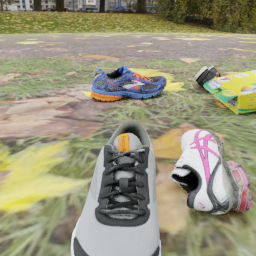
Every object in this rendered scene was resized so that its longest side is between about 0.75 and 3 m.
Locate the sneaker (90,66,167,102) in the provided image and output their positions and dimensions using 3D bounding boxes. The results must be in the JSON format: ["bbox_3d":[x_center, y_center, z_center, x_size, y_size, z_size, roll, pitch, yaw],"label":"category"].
[{"bbox_3d":[0.089,-1.568,9.498,2.759,1.082,1.039,-9,25,-21],"label":"sneaker"}]

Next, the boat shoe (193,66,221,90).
[{"bbox_3d":[3.150,-1.914,10.896,0.743,0.868,2.372,44,23,8],"label":"boat shoe"}]

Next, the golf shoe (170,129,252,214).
[{"bbox_3d":[1.150,0.572,4.655,0.968,0.763,2.103,-2,22,-5],"label":"golf shoe"}]

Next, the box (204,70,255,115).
[{"bbox_3d":[3.980,-1.197,8.574,2.943,0.712,1.727,-10,27,-4],"label":"box"}]

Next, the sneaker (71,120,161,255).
[{"bbox_3d":[-0.106,0.785,3.679,1.050,1.127,2.842,2,23,2],"label":"sneaker"}]
